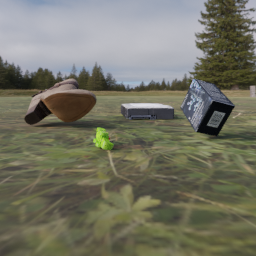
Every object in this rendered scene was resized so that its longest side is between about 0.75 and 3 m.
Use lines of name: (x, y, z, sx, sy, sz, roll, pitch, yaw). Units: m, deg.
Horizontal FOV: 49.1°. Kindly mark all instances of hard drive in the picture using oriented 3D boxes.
hard drive: (0.764, -0.787, 12.671, 1.997, 0.541, 2.859, -1, 9, -6)

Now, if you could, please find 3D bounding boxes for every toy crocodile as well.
toy crocodile: (-0.539, 0.225, 6.114, 0.318, 0.348, 1.029, 15, 6, -15)

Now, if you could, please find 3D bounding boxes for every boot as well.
boot: (-2.156, -1.085, 9.600, 2.992, 1.051, 2.188, -12, 29, 20)

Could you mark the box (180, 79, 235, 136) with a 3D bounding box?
box: (1.963, -0.542, 7.108, 0.661, 0.917, 1.235, 11, 30, -17)
